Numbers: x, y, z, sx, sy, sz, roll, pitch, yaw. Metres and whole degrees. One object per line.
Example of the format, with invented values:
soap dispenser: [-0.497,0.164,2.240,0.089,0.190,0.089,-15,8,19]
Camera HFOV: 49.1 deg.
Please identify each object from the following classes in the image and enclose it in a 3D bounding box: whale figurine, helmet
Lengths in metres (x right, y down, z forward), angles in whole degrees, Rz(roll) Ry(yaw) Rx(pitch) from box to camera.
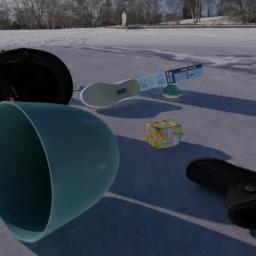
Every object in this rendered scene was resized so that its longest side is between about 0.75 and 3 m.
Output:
whale figurine: [1.918,-1.582,12.140,0.859,0.560,1.080,0,14,1]
helmet: [-2.912,-1.022,7.977,2.559,2.559,2.439,7,13,18]

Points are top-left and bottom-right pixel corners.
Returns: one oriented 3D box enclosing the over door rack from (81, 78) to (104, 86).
over door rack: [-1.889,-2.488,14.961,0.840,0.379,1.137,7,21,16]

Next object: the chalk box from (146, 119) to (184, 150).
chalk box: [1.035,0.129,7.493,0.955,0.591,0.594,-10,23,-24]

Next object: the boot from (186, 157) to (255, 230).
boot: [1.751,1.087,4.837,1.583,0.605,1.330,12,19,14]

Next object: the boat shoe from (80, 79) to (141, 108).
boat shoe: [-0.778,-1.376,11.382,2.800,0.977,0.997,-17,6,-35]

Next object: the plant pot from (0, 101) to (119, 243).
plant pot: [-1.124,0.539,4.575,2.027,2.027,1.627,17,18,39]

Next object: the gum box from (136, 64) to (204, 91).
gum box: [1.652,-2.245,12.814,2.749,0.612,2.335,-7,10,45]

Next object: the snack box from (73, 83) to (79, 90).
snack box: [-2.764,-2.118,14.224,0.560,0.179,0.965,-4,20,-9]
